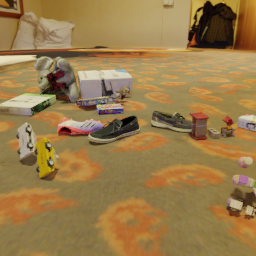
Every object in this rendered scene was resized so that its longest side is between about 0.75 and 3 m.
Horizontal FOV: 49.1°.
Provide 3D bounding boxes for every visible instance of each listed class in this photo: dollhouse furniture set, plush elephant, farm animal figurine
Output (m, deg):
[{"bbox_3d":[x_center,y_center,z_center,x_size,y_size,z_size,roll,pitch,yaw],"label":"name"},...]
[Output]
[{"bbox_3d":[3.123,-0.119,10.379,1.615,0.869,0.657,-5,21,-11],"label":"dollhouse furniture set"},{"bbox_3d":[-4.052,-2.717,15.382,2.177,2.316,2.812,-17,31,-2],"label":"plush elephant"},{"bbox_3d":[-0.428,-1.806,14.588,0.553,0.888,1.100,43,24,4],"label":"farm animal figurine"}]

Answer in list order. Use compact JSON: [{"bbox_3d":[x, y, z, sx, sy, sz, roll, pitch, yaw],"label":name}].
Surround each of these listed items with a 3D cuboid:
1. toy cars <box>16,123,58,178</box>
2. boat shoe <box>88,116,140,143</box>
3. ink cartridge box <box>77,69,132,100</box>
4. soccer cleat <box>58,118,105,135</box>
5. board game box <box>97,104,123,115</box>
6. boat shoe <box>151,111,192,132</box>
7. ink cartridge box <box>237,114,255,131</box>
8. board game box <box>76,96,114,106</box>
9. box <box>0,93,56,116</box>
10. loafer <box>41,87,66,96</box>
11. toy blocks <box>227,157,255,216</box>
[{"bbox_3d":[-2.638,0.631,8.220,2.211,0.991,0.490,29,6,39],"label":"toy cars"},{"bbox_3d":[-0.488,0.014,10.305,2.193,0.683,0.818,-16,27,-33],"label":"boat shoe"},{"bbox_3d":[-1.392,-2.576,16.293,2.890,1.217,2.089,-5,25,-13],"label":"ink cartridge box"},{"bbox_3d":[-1.779,0.029,10.593,1.780,0.594,0.680,7,48,7],"label":"soccer cleat"},{"bbox_3d":[-0.865,-0.894,13.299,1.177,0.264,0.791,-4,21,-12],"label":"board game box"},{"bbox_3d":[1.863,-0.299,11.145,1.997,0.656,0.714,10,23,24],"label":"boat shoe"},{"bbox_3d":[5.038,-0.195,11.195,0.755,0.438,1.022,-18,25,-40],"label":"ink cartridge box"},{"bbox_3d":[-1.664,-1.358,14.129,1.576,0.273,1.068,-13,11,-37],"label":"board game box"},{"bbox_3d":[-4.939,-1.206,13.911,1.794,0.452,2.486,5,22,12],"label":"box"},{"bbox_3d":[-4.323,-2.078,15.915,0.729,0.638,2.028,14,25,33],"label":"loafer"},{"bbox_3d":[3.004,1.421,6.548,1.185,1.268,1.068,18,-8,13],"label":"toy blocks"}]
